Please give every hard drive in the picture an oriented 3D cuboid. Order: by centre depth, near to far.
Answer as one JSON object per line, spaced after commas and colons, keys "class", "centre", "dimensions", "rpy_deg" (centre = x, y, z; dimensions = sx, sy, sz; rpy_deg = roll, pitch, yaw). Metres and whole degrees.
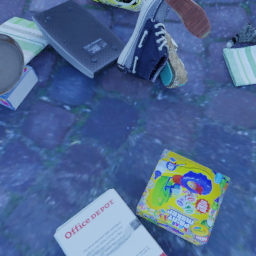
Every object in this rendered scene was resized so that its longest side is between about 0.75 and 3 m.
{"class": "hard drive", "centre": [-1.541, -2.930, 9.199], "dimensions": [2.834, 0.600, 1.911], "rpy_deg": [43, 59, 10]}

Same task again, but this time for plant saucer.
{"class": "plant saucer", "centre": [-3.772, -1.779, 8.027], "dimensions": [1.852, 0.297, 1.852], "rpy_deg": [-1, 84, 7]}

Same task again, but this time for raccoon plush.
{"class": "raccoon plush", "centre": [4.093, -3.008, 9.725], "dimensions": [0.814, 0.588, 1.215], "rpy_deg": [45, 101, 5]}

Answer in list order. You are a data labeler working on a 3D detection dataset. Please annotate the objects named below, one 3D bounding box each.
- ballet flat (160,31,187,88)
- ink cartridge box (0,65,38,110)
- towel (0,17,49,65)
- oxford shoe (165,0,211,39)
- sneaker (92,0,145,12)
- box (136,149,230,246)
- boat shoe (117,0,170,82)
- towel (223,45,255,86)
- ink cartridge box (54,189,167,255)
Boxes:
{"class": "ballet flat", "centre": [1.303, -2.375, 9.234], "dimensions": [0.842, 0.909, 2.579], "rpy_deg": [2, 64, -30]}
{"class": "ink cartridge box", "centre": [-4.087, -1.577, 8.781], "dimensions": [1.976, 0.754, 1.348], "rpy_deg": [23, 66, 13]}
{"class": "towel", "centre": [-3.628, -2.823, 9.225], "dimensions": [1.915, 0.394, 2.567], "rpy_deg": [19, 45, 7]}
{"class": "oxford shoe", "centre": [1.498, -2.938, 7.006], "dimensions": [0.573, 1.618, 0.597], "rpy_deg": [-37, 27, 22]}
{"class": "sneaker", "centre": [-0.578, -4.917, 10.132], "dimensions": [2.429, 0.928, 0.916], "rpy_deg": [16, 108, 10]}
{"class": "box", "centre": [1.325, 1.726, 6.994], "dimensions": [1.721, 1.050, 1.657], "rpy_deg": [24, 67, 12]}
{"class": "boat shoe", "centre": [0.874, -2.751, 8.556], "dimensions": [1.319, 1.062, 2.844], "rpy_deg": [35, 107, 28]}
{"class": "towel", "centre": [4.317, -2.174, 9.344], "dimensions": [1.982, 0.232, 1.512], "rpy_deg": [-8, 65, -4]}
{"class": "ink cartridge box", "centre": [-0.297, 2.888, 6.451], "dimensions": [1.706, 0.990, 2.364], "rpy_deg": [-35, 69, -16]}
